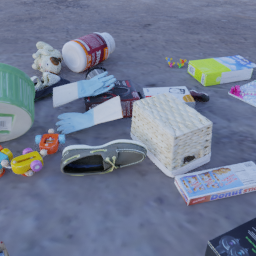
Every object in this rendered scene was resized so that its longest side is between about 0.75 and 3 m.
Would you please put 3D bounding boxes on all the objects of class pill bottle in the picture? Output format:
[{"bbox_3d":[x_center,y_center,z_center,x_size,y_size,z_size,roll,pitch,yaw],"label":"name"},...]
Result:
[{"bbox_3d":[-2.002,-4.182,15.062,1.600,1.600,2.832,22,41,28],"label":"pill bottle"}]

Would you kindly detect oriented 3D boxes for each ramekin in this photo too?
[{"bbox_3d":[-4.379,-0.670,9.016,2.792,2.792,1.364,-10,62,-14],"label":"ramekin"}]

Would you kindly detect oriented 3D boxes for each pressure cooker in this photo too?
[{"bbox_3d":[-1.346,-2.154,12.490,0.978,0.994,1.112,-19,57,-26],"label":"pressure cooker"}]

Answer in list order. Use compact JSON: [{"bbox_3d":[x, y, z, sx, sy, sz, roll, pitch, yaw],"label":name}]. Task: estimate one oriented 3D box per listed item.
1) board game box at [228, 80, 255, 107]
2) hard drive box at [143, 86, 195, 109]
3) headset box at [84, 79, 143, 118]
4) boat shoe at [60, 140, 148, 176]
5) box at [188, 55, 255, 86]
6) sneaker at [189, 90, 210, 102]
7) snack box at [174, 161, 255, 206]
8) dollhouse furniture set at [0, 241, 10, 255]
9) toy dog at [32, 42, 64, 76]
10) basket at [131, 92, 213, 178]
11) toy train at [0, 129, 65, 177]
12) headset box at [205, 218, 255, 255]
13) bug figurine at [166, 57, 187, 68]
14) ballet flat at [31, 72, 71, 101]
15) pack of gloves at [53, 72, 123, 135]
[{"bbox_3d":[6.424,-1.520,12.340,2.786,0.360,2.787,-23,41,-29],"label":"board game box"},{"bbox_3d":[1.593,-1.036,11.335,1.847,0.709,1.439,-4,34,-5],"label":"hard drive box"},{"bbox_3d":[-0.594,-1.176,11.380,2.338,0.877,1.738,-6,35,-9],"label":"headset box"},{"bbox_3d":[-0.705,0.950,8.340,2.621,0.937,0.783,-5,34,4],"label":"boat shoe"},{"bbox_3d":[4.724,-2.940,14.070,2.927,0.698,1.785,-10,36,-14],"label":"box"},{"bbox_3d":[2.901,-1.267,12.007,0.633,0.414,1.095,-28,33,-27],"label":"sneaker"},{"bbox_3d":[2.682,1.534,7.988,2.534,0.308,0.911,-9,36,-12],"label":"snack box"},{"bbox_3d":[-2.892,2.970,5.516,1.111,0.779,0.783,-17,38,-23],"label":"dollhouse furniture set"},{"bbox_3d":[-3.991,-3.307,14.332,1.846,1.328,1.904,14,29,-26],"label":"toy dog"},{"bbox_3d":[1.347,0.087,9.006,1.678,1.527,2.475,-18,40,-23],"label":"basket"},{"bbox_3d":[-3.313,0.849,8.700,2.641,0.735,1.984,-3,31,-7],"label":"toy train"},{"bbox_3d":[2.401,2.587,4.852,2.474,2.154,1.148,-15,38,-21],"label":"headset box"},{"bbox_3d":[2.612,-3.568,15.345,1.145,0.295,0.888,8,42,5],"label":"bug figurine"},{"bbox_3d":[-3.747,-1.874,12.303,1.059,1.059,2.900,28,44,34],"label":"ballet flat"},{"bbox_3d":[-1.497,-0.872,10.423,2.614,0.516,2.196,-16,59,11],"label":"pack of gloves"}]
